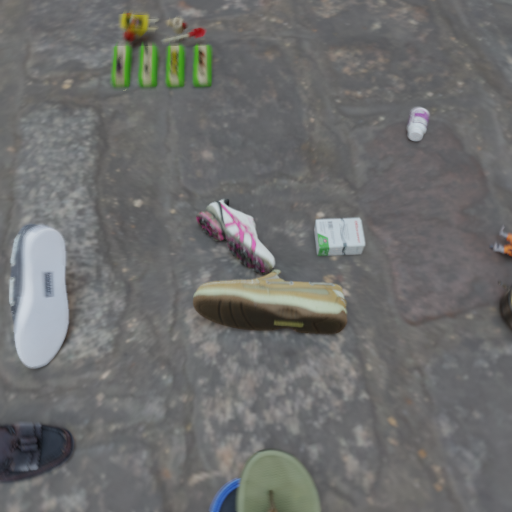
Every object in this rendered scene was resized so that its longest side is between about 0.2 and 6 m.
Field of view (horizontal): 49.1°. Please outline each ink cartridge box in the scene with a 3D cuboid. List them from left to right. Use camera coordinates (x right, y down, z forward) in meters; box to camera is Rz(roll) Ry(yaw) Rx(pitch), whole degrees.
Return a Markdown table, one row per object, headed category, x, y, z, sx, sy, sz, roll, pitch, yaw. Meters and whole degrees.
| category | x | y | z | sx | sy | sz | roll | pitch | yaw |
| --- | --- | --- | --- | --- | --- | --- | --- | --- | --- |
| ink cartridge box | 1.725 | -0.390 | 11.654 | 0.949 | 0.394 | 0.696 | -2 | 62 | -1 |

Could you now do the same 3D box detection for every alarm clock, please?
| category | x | y | z | sx | sy | sz | roll | pitch | yaw |
| --- | --- | --- | --- | --- | --- | --- | --- | --- | --- |
| alarm clock | 5.393 | 1.162 | 10.724 | 1.148 | 0.566 | 1.702 | -11 | 60 | -7 |

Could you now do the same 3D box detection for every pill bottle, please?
| category | x | y | z | sx | sy | sz | roll | pitch | yaw |
| --- | --- | --- | --- | --- | --- | --- | --- | --- | --- |
| pill bottle | 3.772 | -3.058 | 13.090 | 0.416 | 0.416 | 0.740 | 15 | 64 | 8 |

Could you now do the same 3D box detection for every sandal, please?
| category | x | y | z | sx | sy | sz | roll | pitch | yaw |
| --- | --- | --- | --- | --- | --- | --- | --- | --- | --- |
| sandal | 0.364 | 4.642 | 8.379 | 1.324 | 0.952 | 3.336 | 2 | 71 | -4 |

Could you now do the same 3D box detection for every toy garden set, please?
| category | x | y | z | sx | sy | sz | roll | pitch | yaw |
| --- | --- | --- | --- | --- | --- | --- | --- | --- | --- |
| toy garden set | -2.367 | -5.244 | 14.015 | 2.462 | 0.491 | 2.052 | -1 | 72 | 0 |

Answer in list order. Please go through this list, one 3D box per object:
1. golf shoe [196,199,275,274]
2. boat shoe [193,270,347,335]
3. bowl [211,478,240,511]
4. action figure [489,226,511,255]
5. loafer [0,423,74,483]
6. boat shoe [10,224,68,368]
| category | x | y | z | sx | sy | sz | roll | pitch | yaw |
| --- | --- | --- | --- | --- | --- | --- | --- | --- | --- |
| golf shoe | -0.280 | -0.474 | 11.509 | 0.923 | 0.728 | 2.005 | -40 | 68 | -22 |
| boat shoe | 0.272 | 0.787 | 10.757 | 2.914 | 1.044 | 1.110 | 9 | 54 | -8 |
| bowl | -0.106 | 4.313 | 9.187 | 1.282 | 0.252 | 1.282 | 0 | 63 | -1 |
| action figure | 5.462 | -0.151 | 11.571 | 1.071 | 0.579 | 1.107 | 33 | 40 | 9 |
| loafer | -4.472 | 3.305 | 9.413 | 2.612 | 0.823 | 0.939 | -5 | 62 | -3 |
| boat shoe | -4.128 | 0.715 | 10.370 | 0.891 | 2.629 | 0.943 | 14 | 15 | 41 |
